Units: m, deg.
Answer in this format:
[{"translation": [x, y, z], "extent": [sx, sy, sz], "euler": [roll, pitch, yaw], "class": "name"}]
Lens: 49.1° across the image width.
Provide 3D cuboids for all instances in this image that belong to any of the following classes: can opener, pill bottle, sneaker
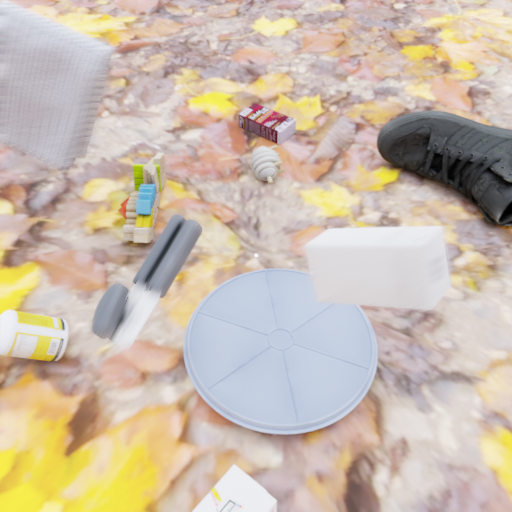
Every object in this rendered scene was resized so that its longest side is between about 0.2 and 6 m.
[{"translation": [-1.309, 0.238, 6.720], "extent": [0.477, 0.598, 1.790], "euler": [20, 73, 30], "class": "can opener"}, {"translation": [-3.436, 1.165, 8.248], "extent": [1.168, 0.655, 0.655], "euler": [17, 36, -36], "class": "pill bottle"}, {"translation": [4.438, -1.551, 10.675], "extent": [4.233, 1.271, 2.208], "euler": [9, 43, 4], "class": "sneaker"}]

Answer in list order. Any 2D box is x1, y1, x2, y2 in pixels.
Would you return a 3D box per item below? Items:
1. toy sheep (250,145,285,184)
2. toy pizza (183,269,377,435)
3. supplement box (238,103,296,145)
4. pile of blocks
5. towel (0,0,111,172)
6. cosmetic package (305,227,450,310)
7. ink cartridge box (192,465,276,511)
[{"translation": [0.207, -1.866, 11.424], "extent": [0.678, 0.678, 0.984], "euler": [-8, 53, -8], "class": "toy sheep"}, {"translation": [0.362, 1.381, 8.527], "extent": [2.909, 0.461, 2.909], "euler": [1, 48, -1], "class": "toy pizza"}, {"translation": [0.247, -2.996, 12.648], "extent": [1.177, 0.358, 0.640], "euler": [28, 53, 25], "class": "supplement box"}, {"translation": [-2.217, -1.155, 10.568], "extent": [0.693, 0.915, 2.230], "euler": [1, 47, 1], "class": "pile of blocks"}, {"translation": [-3.168, -2.354, 8.119], "extent": [1.672, 2.020, 0.864], "euler": [20, 32, -13], "class": "towel"}, {"translation": [1.034, 0.089, 4.850], "extent": [1.095, 0.589, 0.464], "euler": [3, 25, 39], "class": "cosmetic package"}, {"translation": [-0.316, 3.189, 6.669], "extent": [0.707, 0.719, 0.977], "euler": [32, 54, 26], "class": "ink cartridge box"}]
